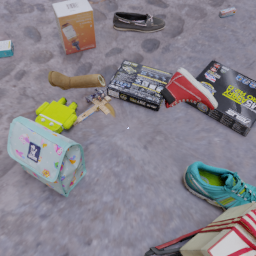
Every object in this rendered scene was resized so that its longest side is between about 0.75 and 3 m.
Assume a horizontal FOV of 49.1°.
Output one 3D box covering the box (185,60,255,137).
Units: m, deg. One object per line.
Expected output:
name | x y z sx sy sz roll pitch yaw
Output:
box | 3.792 -1.216 10.609 2.728 0.604 2.186 35 62 21

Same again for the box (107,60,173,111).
box | 0.483 -1.726 11.010 2.164 0.531 1.744 18 59 12

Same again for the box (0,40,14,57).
box | -5.863 -3.398 12.232 1.587 0.390 0.653 -9 56 -6

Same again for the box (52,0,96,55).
box | -2.232 -4.315 11.940 1.447 1.901 1.011 -19 58 -12

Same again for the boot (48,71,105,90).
boot | -1.041 -1.009 5.780 0.947 0.830 0.313 -2 87 15

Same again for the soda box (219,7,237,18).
soda box | 4.942 -5.726 13.889 0.833 0.285 0.265 -18 57 -12

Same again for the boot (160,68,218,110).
boot | 1.380 -0.644 6.486 1.267 0.459 0.914 39 94 -9

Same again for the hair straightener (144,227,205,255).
hair straightener | 1.381 3.379 7.552 2.086 0.427 0.803 -12 57 -15

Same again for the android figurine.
android figurine | -2.639 -0.408 10.178 1.570 0.354 1.725 25 58 22

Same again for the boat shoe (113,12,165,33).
boat shoe | 0.532 -5.033 13.152 2.513 0.716 0.840 1 56 0

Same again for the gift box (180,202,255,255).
gift box | 2.734 3.219 6.342 2.490 2.325 2.298 -35 76 -21

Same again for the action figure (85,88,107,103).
action figure | -1.190 -1.266 10.685 0.871 0.302 0.567 -30 40 -8

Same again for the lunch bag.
lunch bag | -2.360 0.771 8.241 1.941 2.279 1.390 28 60 17

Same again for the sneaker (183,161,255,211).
sneaker | 3.050 1.874 8.152 2.987 1.190 1.158 21 58 13

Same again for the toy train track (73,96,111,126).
toy train track | -1.364 -0.709 10.464 1.794 0.292 1.029 -38 63 -22
